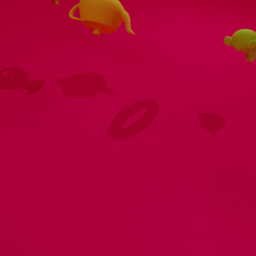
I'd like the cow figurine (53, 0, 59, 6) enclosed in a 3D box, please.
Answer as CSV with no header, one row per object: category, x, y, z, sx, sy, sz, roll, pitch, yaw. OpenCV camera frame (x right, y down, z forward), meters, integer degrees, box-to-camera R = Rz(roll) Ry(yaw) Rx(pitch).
cow figurine,-2.524,-4.022,7.667,1.465,1.442,0.804,-14,0,-1

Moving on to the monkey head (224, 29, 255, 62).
monkey head,2.824,-1.972,6.743,0.641,0.766,1.064,-10,24,-19

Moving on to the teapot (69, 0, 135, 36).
teapot,-0.708,-3.117,7.906,2.084,1.020,1.296,15,3,13
